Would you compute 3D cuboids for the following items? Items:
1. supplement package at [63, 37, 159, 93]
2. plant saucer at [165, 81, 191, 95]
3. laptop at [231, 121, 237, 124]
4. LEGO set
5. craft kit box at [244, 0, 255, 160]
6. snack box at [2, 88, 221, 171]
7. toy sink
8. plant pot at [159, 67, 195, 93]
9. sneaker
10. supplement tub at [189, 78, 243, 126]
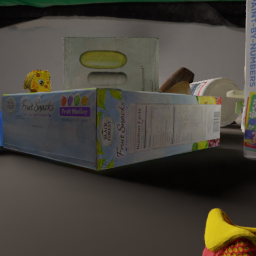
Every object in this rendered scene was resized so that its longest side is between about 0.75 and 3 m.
[{"bbox_3d":[-0.422,-1.060,7.125,2.207,2.111,1.623,-2,1,-4],"label":"supplement package"},{"bbox_3d":[0.994,-0.419,6.435,0.254,1.435,1.435,44,24,22],"label":"plant saucer"},{"bbox_3d":[3.293,-0.173,10.043,0.841,0.521,0.898,0,-25,-4],"label":"laptop"},{"bbox_3d":[-1.783,-0.348,4.405,1.041,1.119,2.728,4,5,39],"label":"LEGO set"},{"bbox_3d":[2.287,-0.944,3.261,2.453,2.484,0.603,-2,3,-38],"label":"craft kit box"},{"bbox_3d":[-0.146,-0.088,3.489,1.802,0.723,2.137,4,7,43],"label":"snack box"},{"bbox_3d":[2.692,-0.261,5.453,1.472,0.825,0.960,6,5,11],"label":"toy sink"},{"bbox_3d":[1.927,-1.620,10.570,1.166,1.248,1.166,32,3,-2],"label":"plant pot"},{"bbox_3d":[0.597,0.295,0.538,0.913,0.352,0.333,1,2,-7],"label":"sneaker"},{"bbox_3d":[2.488,-0.805,8.979,1.429,1.429,2.037,-1,4,-15],"label":"supplement tub"}]
